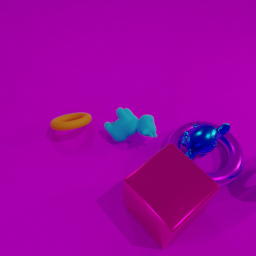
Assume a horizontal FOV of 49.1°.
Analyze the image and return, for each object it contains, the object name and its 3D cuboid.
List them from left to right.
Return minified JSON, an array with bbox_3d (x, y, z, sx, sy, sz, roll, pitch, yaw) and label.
[{"bbox_3d":[-1.535,-0.185,7.564,1.115,0.223,1.115,-8,17,2],"label":"ring"},{"bbox_3d":[0.098,0.016,7.343,1.219,0.669,1.199,-46,71,21],"label":"cow figurine"},{"bbox_3d":[0.841,1.450,5.988,1.372,1.372,1.372,-34,62,-23],"label":"cube"},{"bbox_3d":[1.871,0.382,6.894,1.386,0.997,0.835,-38,23,-1],"label":"monkey head"},{"bbox_3d":[1.967,0.626,7.178,1.980,0.396,1.980,1,53,-1],"label":"ring"}]
